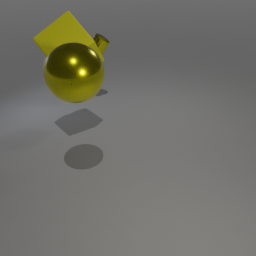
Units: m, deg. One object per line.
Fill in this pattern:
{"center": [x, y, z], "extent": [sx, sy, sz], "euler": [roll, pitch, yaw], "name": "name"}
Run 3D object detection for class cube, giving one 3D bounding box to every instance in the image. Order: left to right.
{"center": [-1.844, -2.498, 8.979], "extent": [1.400, 1.400, 1.400], "euler": [-39, 76, 0], "name": "cube"}

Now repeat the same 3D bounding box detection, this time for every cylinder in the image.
{"center": [-1.283, -3.695, 12.411], "extent": [0.700, 0.700, 0.700], "euler": [30, 26, -16], "name": "cylinder"}

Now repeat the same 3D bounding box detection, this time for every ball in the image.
{"center": [-1.252, -1.283, 6.574], "extent": [1.400, 1.400, 1.400], "euler": [0, 30, 0], "name": "ball"}
